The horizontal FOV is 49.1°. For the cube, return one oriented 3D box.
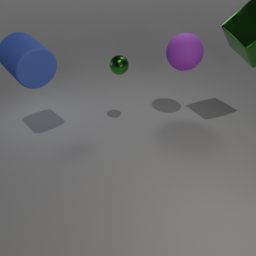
[{"bbox_3d":[4.329,-3.234,9.590,1.400,1.400,1.400,28,27,-54],"label":"cube"}]

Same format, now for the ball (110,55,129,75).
[{"bbox_3d":[-0.320,-2.283,10.165,0.700,0.700,0.700,0,31,0],"label":"ball"}]

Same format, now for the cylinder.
[{"bbox_3d":[-3.293,-2.219,9.192,1.400,1.400,1.400,-25,51,-35],"label":"cylinder"}]

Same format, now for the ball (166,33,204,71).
[{"bbox_3d":[2.155,-2.876,10.641,1.400,1.400,1.400,0,31,0],"label":"ball"}]
